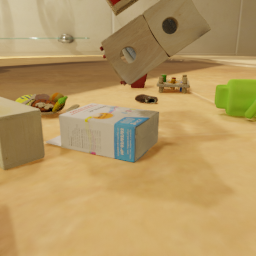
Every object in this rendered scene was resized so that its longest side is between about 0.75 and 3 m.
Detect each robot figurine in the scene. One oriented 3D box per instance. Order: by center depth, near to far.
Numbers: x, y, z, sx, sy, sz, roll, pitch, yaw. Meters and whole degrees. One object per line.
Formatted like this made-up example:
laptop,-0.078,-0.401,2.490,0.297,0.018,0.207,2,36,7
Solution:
robot figurine,3.890,-0.976,9.033,2.048,1.185,1.797,3,17,10

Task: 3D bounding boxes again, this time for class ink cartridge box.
ink cartridge box,-0.629,-0.010,6.583,2.393,0.812,1.378,8,19,25

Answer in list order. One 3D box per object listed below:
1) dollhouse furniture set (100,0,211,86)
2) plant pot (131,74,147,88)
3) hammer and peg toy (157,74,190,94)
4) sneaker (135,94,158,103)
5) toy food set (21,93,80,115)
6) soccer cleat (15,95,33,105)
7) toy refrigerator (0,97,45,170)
dollhouse furniture set,-0.064,-2.686,6.278,2.029,2.895,2.041,-34,9,3
plant pot,0.485,-2.535,14.507,0.969,0.855,0.970,0,18,-1
hammer and peg toy,2.270,-2.252,13.749,1.590,0.762,2.162,3,18,10
sneaker,0.704,-1.131,10.947,0.925,0.326,0.350,3,20,11
toy food set,-2.640,-0.844,9.183,1.813,0.364,1.252,14,34,15
soccer cleat,-3.251,-0.865,9.837,1.550,0.501,0.648,0,23,1
toy refrigerator,-3.088,-0.063,6.321,2.828,1.074,0.989,17,24,41
